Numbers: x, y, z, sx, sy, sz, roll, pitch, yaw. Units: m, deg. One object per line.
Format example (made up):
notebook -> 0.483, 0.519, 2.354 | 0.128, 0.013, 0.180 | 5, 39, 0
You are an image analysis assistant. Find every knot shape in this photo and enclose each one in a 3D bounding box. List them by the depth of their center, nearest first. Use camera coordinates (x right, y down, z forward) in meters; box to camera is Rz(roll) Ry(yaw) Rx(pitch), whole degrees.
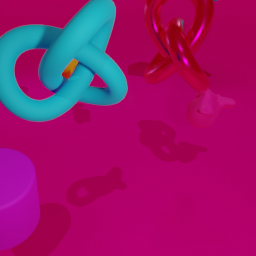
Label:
knot shape -> -0.586, -0.767, 3.099 | 1.562, 1.462, 0.722 | 2, 46, -44
knot shape -> 0.942, -1.469, 5.225 | 0.967, 2.092, 1.958 | -7, 52, -15

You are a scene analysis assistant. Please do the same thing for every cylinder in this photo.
cylinder -> -1.744, 0.960, 3.792 | 1.005, 1.005, 1.005 | 6, 42, -6

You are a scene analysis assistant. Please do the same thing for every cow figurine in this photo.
cow figurine -> -1.661, -1.746, 7.504 | 0.662, 1.187, 1.206 | -11, 79, -22

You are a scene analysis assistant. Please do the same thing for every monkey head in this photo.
monkey head -> 1.746, -0.356, 5.970 | 0.951, 1.322, 0.797 | 14, 80, 11

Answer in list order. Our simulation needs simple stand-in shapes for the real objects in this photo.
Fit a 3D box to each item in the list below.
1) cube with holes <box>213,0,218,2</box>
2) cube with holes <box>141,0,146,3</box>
cube with holes -> 3.125, -4.652, 9.038 | 0.854, 0.854, 0.854 | -20, 19, -17
cube with holes -> 0.792, -4.844, 9.357 | 1.172, 1.172, 1.172 | 27, 27, -12
